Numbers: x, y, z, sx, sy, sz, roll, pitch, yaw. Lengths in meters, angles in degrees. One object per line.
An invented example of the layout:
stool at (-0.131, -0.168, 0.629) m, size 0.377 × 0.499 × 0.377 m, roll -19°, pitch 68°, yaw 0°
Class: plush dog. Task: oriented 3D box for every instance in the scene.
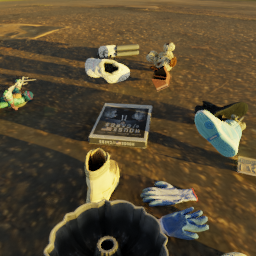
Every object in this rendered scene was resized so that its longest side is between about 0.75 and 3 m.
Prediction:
plush dog at (1.982, -3.657, 15.577) m, size 1.747 × 1.401 × 1.500 m, roll -20°, pitch 40°, yaw 24°

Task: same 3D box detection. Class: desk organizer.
desk organizer at (1.586, -2.397, 13.322) m, size 0.608 × 0.653 × 1.695 m, roll -23°, pitch 19°, yaw 21°

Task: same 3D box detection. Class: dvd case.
dvd case at (-0.174, -0.186, 10.448) m, size 1.990 × 0.327 × 2.648 m, roll 4°, pitch 31°, yaw 7°

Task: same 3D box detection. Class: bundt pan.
bundt pan at (-0.395, 2.532, 5.473) m, size 2.331 × 0.875 × 2.331 m, roll 0°, pitch 32°, yaw 0°

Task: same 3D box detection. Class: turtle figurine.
turtle figurine at (-4.794, -1.289, 11.520) m, size 2.233 × 1.124 × 1.672 m, roll -20°, pitch 20°, yaw -4°

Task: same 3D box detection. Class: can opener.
can opener at (-0.632, -5.015, 17.981) m, size 2.710 × 0.713 × 0.901 m, roll -8°, pitch 32°, yaw -13°

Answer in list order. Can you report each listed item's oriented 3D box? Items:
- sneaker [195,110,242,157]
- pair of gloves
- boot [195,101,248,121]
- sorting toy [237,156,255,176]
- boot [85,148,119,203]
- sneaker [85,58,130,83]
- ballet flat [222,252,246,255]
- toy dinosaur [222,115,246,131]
sneaker at (2.936, -0.063, 9.019) m, size 0.724 × 1.821 × 1.189 m, roll -28°, pitch 17°, yaw 49°
pair of gloves at (1.109, 1.980, 7.016) m, size 1.495 × 0.212 × 1.859 m, roll -2°, pitch 32°, yaw -4°
boot at (3.571, -0.767, 10.861) m, size 1.617 × 0.617 × 1.358 m, roll -17°, pitch 25°, yaw -13°
sorting toy at (3.729, 1.193, 8.372) m, size 0.863 × 0.170 × 0.932 m, roll 12°, pitch 29°, yaw 18°
boot at (-0.664, 1.066, 7.349) m, size 0.659 × 1.408 × 1.811 m, roll 8°, pitch 32°, yaw 13°
sneaker at (-0.661, -2.618, 12.951) m, size 1.282 × 1.005 × 2.580 m, roll 8°, pitch 8°, yaw 41°
ballet flat at (1.719, 2.826, 5.205) m, size 1.990 × 0.691 × 0.691 m, roll -22°, pitch 38°, yaw -32°
toy dinosaur at (3.870, -0.095, 10.125) m, size 0.863 × 0.650 × 1.688 m, roll 25°, pitch 7°, yaw 39°
